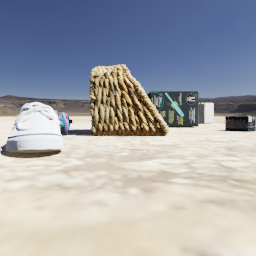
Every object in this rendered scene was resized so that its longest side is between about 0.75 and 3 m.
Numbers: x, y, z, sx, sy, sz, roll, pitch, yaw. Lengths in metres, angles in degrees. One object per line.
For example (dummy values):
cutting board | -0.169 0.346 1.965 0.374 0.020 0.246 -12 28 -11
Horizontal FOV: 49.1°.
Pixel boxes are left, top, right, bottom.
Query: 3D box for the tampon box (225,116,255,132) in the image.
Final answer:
tampon box | 3.683 -0.151 9.170 0.591 0.498 0.789 -3 4 -43

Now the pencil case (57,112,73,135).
pencil case | -2.193 -0.109 7.484 1.306 0.604 0.556 0 3 5

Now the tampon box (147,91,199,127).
tampon box | 1.821 -0.769 11.592 1.941 1.455 1.225 0 3 -2

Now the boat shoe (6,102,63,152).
boat shoe | -1.592 -0.051 4.752 0.873 0.775 2.372 -1 3 -22

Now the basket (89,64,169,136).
basket | 0.073 -0.855 8.321 2.081 1.994 2.793 -1 3 3

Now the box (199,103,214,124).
box | 3.348 -0.836 15.867 0.971 1.166 2.839 -4 4 -44

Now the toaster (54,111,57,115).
toaster | -3.225 -0.307 10.303 1.049 0.688 1.160 3 4 27
